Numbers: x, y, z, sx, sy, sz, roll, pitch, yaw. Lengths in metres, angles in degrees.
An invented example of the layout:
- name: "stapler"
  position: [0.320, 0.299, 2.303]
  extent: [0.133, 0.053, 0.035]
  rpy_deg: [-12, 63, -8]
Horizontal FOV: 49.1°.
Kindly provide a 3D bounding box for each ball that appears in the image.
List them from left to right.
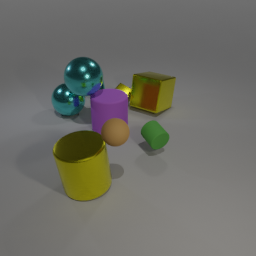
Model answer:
- name: "ball"
  position: [-2.497, -1.201, 11.755]
  extent: [1.400, 1.400, 1.400]
  rpy_deg: [0, 29, 0]
- name: "ball"
  position: [-1.588, -1.833, 10.032]
  extent: [1.400, 1.400, 1.400]
  rpy_deg: [0, 29, 0]
- name: "ball"
  position: [-0.310, 0.106, 6.852]
  extent: [0.700, 0.700, 0.700]
  rpy_deg: [0, 29, 0]

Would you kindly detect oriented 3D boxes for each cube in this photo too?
- name: "cube"
  position: [-0.277, -1.425, 12.411]
  extent: [0.700, 0.700, 0.700]
  rpy_deg: [32, 57, 10]
- name: "cube"
  position: [1.079, -1.597, 12.209]
  extent: [1.400, 1.400, 1.400]
  rpy_deg: [19, 24, 30]

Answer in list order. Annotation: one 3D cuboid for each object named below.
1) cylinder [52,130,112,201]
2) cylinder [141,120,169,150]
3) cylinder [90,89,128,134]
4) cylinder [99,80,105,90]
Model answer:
- name: "cylinder"
  position: [-1.215, 1.007, 7.687]
  extent: [1.400, 1.400, 1.400]
  rpy_deg: [-5, 33, 3]
- name: "cylinder"
  position: [0.879, 0.225, 9.151]
  extent: [0.700, 0.700, 0.700]
  rpy_deg: [-15, 43, -24]
- name: "cylinder"
  position: [-0.702, -0.605, 10.675]
  extent: [1.400, 1.400, 1.400]
  rpy_deg: [0, 29, 0]
- name: "cylinder"
  position: [-1.488, -2.023, 13.640]
  extent: [0.700, 0.700, 0.700]
  rpy_deg: [-11, -3, -1]
